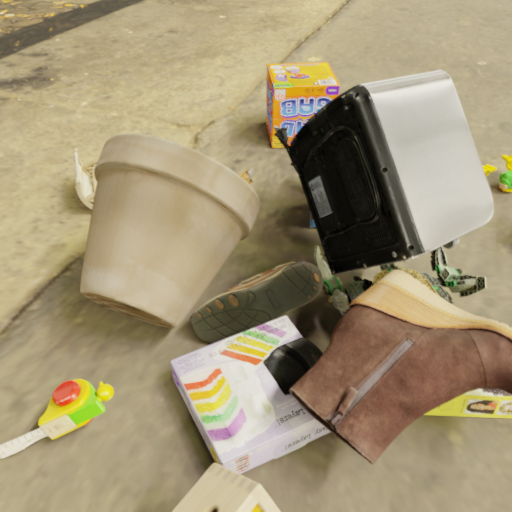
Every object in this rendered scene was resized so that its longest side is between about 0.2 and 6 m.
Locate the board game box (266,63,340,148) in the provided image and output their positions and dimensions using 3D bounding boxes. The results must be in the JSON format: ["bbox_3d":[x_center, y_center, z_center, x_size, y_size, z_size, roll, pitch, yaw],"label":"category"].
[{"bbox_3d":[1.115,-3.810,14.121,1.591,1.590,1.589,-3,39,-4],"label":"board game box"}]

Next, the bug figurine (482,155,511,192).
[{"bbox_3d":[5.517,-1.305,11.596,2.348,0.779,3.028,-13,33,-26],"label":"bug figurine"}]

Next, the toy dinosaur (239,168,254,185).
[{"bbox_3d":[-0.594,-1.514,12.285,1.634,0.493,0.868,-23,20,-34],"label":"toy dinosaur"}]

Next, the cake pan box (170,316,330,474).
[{"bbox_3d":[0.064,1.878,7.849,2.032,0.531,1.871,-18,44,-18],"label":"cake pan box"}]

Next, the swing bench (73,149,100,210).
[{"bbox_3d":[-3.094,-1.700,12.043,1.488,0.966,1.480,-14,41,-8],"label":"swing bench"}]

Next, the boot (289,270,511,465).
[{"bbox_3d":[2.047,1.622,6.777,2.697,0.976,2.243,33,71,23],"label":"boot"}]

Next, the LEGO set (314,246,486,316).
[{"bbox_3d":[2.774,0.974,8.613,4.154,1.177,2.698,33,46,31],"label":"LEGO set"}]

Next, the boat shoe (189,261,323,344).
[{"bbox_3d":[0.026,0.721,8.972,2.186,0.827,0.807,-23,11,3],"label":"boat shoe"}]

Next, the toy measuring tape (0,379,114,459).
[{"bbox_3d":[-2.730,2.109,7.479,1.772,0.652,0.652,-25,42,-2],"label":"toy measuring tape"}]

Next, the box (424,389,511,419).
[{"bbox_3d":[2.872,1.825,7.932,2.070,0.519,0.779,1,38,2],"label":"box"}]

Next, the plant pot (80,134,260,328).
[{"bbox_3d":[-1.548,-0.203,8.840,2.689,2.689,2.333,14,74,17],"label":"plant pot"}]

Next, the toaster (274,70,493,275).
[{"bbox_3d":[1.836,-1.256,8.587,1.694,2.855,2.582,-18,-1,-21],"label":"toaster"}]

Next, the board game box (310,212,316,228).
[{"bbox_3d":[1.914,-1.581,10.993,1.599,2.006,0.972,4,38,5],"label":"board game box"}]

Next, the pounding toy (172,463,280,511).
[{"bbox_3d":[-0.235,3.151,5.148,1.605,1.478,1.141,-44,22,-30],"label":"pounding toy"}]
